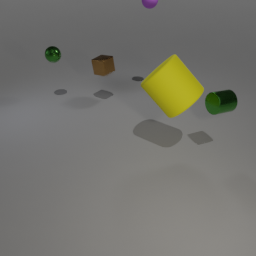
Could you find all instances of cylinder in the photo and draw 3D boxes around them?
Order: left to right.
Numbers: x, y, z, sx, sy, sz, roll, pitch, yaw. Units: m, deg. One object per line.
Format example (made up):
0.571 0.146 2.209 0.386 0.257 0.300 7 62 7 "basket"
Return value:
1.346 -1.270 8.602 1.400 1.400 1.400 -41 9 8 "cylinder"
2.882 -0.804 8.685 0.700 0.700 0.700 -11 32 -23 "cylinder"

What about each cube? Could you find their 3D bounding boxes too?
-1.082 -2.761 12.350 0.700 0.700 0.700 16 40 33 "cube"

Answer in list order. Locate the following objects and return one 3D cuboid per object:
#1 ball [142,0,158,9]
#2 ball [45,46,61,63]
0.922 -5.416 11.823 0.700 0.700 0.700 0 30 0 "ball"
-3.254 -3.190 12.148 0.700 0.700 0.700 0 30 0 "ball"
